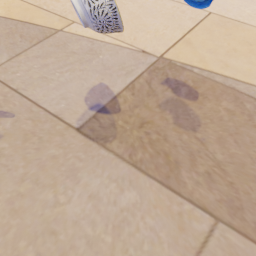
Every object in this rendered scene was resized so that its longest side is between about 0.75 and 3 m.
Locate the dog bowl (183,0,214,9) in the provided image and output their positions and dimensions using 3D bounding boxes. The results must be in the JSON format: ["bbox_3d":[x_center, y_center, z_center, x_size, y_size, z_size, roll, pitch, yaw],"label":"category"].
[{"bbox_3d":[1.879,-3.346,6.308,0.422,0.950,1.704,-58,24,-15],"label":"dog bowl"}]

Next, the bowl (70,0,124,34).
[{"bbox_3d":[-0.793,-2.722,6.207,0.765,1.630,1.630,-28,53,-2],"label":"bowl"}]
